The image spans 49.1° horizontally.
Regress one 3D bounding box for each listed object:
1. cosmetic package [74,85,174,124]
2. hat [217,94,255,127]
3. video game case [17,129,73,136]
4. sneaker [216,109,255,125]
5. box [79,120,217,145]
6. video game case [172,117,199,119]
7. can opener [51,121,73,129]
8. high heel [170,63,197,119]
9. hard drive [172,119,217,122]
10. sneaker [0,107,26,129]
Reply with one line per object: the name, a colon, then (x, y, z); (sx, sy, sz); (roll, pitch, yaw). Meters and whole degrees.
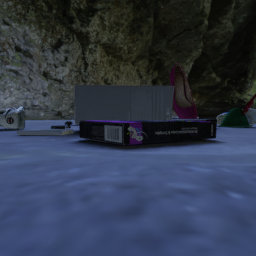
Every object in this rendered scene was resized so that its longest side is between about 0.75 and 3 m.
cosmetic package: (-0.164, -0.686, 8.447); (2.790, 1.258, 1.490); (3, 4, -6)
hat: (4.489, -0.788, 11.636); (1.393, 1.481, 1.682); (1, 2, 43)
video game case: (-1.829, 0.092, 6.313); (0.979, 0.108, 0.893); (1, 2, 5)
sneaker: (5.018, -0.485, 12.478); (1.955, 0.751, 1.088); (-9, 4, 30)
box: (0.337, 0.033, 4.723); (1.917, 0.346, 1.371); (-3, 4, -34)
video game case: (2.891, -0.433, 16.522); (2.424, 0.434, 2.197); (1, 2, 18)
can opener: (-2.117, -0.066, 8.962); (0.215, 0.272, 0.818); (3, 8, 32)
high heel: (2.408, -1.536, 12.389); (0.964, 2.858, 1.374); (-14, -38, -4)
hard drive: (2.113, -0.168, 10.401); (2.030, 0.334, 1.417); (1, 2, 32)
sneaker: (-3.984, -0.369, 9.509); (0.950, 0.795, 2.146); (2, 1, -20)
